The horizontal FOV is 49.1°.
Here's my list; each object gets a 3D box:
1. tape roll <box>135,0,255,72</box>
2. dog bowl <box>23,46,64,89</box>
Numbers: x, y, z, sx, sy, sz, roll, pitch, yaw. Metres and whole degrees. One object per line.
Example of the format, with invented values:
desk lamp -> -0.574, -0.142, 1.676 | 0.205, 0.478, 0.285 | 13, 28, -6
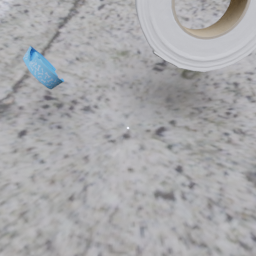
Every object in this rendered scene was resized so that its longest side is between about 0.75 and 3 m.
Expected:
tape roll -> 1.534, -2.613, 5.615 | 2.850, 2.850, 0.997 | -1, 29, -1
dog bowl -> -1.948, -1.347, 6.345 | 0.350, 0.787, 1.412 | -45, 44, 4
